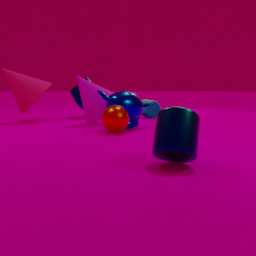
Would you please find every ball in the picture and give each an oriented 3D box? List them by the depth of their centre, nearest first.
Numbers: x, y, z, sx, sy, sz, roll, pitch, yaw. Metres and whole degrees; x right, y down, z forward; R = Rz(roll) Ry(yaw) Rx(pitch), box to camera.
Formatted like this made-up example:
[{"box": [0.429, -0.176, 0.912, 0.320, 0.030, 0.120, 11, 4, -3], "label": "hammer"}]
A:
[{"box": [-0.356, -0.257, 7.875, 0.788, 0.788, 0.788, 0, 8, 0], "label": "ball"}]

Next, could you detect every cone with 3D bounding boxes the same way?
[{"box": [-1.285, -1.196, 9.665, 1.519, 1.524, 1.519, -33, 20, 14], "label": "cone"}, {"box": [-3.962, -1.610, 10.287, 1.604, 1.598, 1.598, 43, -7, -19], "label": "cone"}]

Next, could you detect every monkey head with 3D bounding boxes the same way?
[{"box": [-0.201, -0.611, 8.850, 1.879, 1.133, 1.352, 11, 2, -22], "label": "monkey head"}]

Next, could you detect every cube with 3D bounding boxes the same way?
[{"box": [-1.714, -1.352, 12.019, 0.984, 0.984, 0.984, 56, 5, 35], "label": "cube"}]

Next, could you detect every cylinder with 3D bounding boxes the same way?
[{"box": [0.792, 0.129, 4.598, 0.720, 0.720, 0.720, 9, -22, 4], "label": "cylinder"}, {"box": [0.884, -0.815, 11.842, 0.716, 0.716, 0.716, -5, 12, -30], "label": "cylinder"}]
